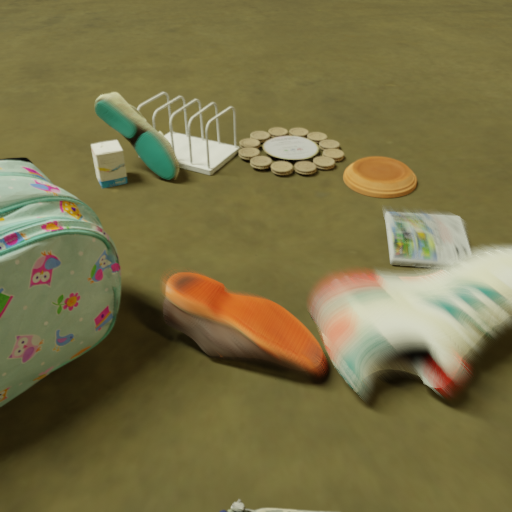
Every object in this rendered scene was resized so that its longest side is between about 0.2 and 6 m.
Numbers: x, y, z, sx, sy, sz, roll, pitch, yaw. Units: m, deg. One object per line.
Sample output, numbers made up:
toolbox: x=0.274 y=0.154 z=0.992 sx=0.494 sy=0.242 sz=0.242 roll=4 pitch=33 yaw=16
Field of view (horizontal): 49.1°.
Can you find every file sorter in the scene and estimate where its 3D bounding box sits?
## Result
file sorter: x=-1.499 y=-2.740 z=12.312 sx=1.889 sy=1.176 sz=1.311 roll=17 pitch=40 yaw=21

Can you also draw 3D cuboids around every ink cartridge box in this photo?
ink cartridge box: x=-3.006 y=-1.884 z=11.470 sx=0.554 sy=0.766 sz=0.564 roll=-15 pitch=39 yaw=-19

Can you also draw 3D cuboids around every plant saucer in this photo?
plant saucer: x=2.571 y=-1.679 z=11.610 sx=1.505 sy=0.282 sz=1.505 roll=0 pitch=36 yaw=0

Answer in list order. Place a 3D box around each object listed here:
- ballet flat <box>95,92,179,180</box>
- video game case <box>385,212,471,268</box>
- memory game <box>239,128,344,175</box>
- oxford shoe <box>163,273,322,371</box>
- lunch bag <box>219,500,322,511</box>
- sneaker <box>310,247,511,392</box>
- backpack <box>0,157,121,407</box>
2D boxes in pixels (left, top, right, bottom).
ballet flat: x=-2.311 y=-2.540 z=11.555 sx=2.244 sy=0.757 sz=0.700 roll=45 pitch=39 yaw=-8
video game case: x=2.971 y=-0.285 z=9.746 sx=1.342 sy=0.162 sz=1.472 roll=4 pitch=37 yaw=6
memory game: x=0.765 y=-2.390 z=12.666 sx=2.393 sy=0.152 sz=2.393 roll=1 pitch=36 yaw=0
oxford shoe: x=-0.207 y=1.010 z=7.462 sx=2.241 sy=0.817 sz=0.799 roll=26 pitch=33 yaw=12
lunch bag: x=0.918 y=2.936 z=3.992 sx=2.820 sy=1.965 sz=2.365 roll=2 pitch=17 yaw=1
sneaker: x=2.517 y=0.953 z=7.262 sx=3.422 sy=1.205 sz=1.600 roll=-8 pitch=45 yaw=-5
backpack: x=-3.672 y=0.497 z=6.602 sx=2.516 sy=3.318 sz=3.976 roll=39 pitch=45 yaw=22
